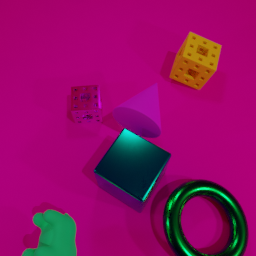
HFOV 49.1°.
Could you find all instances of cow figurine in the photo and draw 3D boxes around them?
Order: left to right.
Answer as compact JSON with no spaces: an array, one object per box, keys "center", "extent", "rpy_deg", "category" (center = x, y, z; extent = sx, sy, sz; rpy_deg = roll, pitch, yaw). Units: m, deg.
[{"center":[-1.184,2.358,5.216],"extent":[0.805,1.442,1.466],"rpy_deg":[-25,45,35],"category":"cow figurine"}]

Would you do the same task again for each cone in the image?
[{"center":[0.434,-0.586,6.445],"extent":[1.190,1.190,1.195],"rpy_deg":[23,67,11],"category":"cone"}]

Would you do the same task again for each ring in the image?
[{"center":[1.638,2.008,5.873],"extent":[1.900,0.380,1.900],"rpy_deg":[6,63,-12],"category":"ring"}]

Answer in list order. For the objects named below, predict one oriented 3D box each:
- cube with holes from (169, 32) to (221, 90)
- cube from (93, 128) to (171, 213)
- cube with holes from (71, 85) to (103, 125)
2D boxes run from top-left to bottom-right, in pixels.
[{"center":[1.809,-1.792,7.578],"extent":[0.922,0.922,0.922],"rpy_deg":[22,61,-4],"category":"cube with holes"},{"center":[0.100,0.952,6.153],"extent":[1.183,1.183,1.183],"rpy_deg":[29,67,14],"category":"cube"},{"center":[-1.048,-0.591,7.209],"extent":[0.714,0.714,0.714],"rpy_deg":[-5,63,-2],"category":"cube with holes"}]
